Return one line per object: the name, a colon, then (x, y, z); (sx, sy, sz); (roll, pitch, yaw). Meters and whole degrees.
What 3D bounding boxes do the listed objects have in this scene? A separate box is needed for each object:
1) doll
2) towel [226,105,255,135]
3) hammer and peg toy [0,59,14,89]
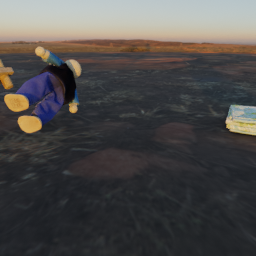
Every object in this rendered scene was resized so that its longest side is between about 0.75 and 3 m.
doll: (-1.992, -1.179, 7.501); (0.712, 2.004, 2.937); (-11, 28, 25)
towel: (3.679, -0.218, 7.550); (1.928, 0.464, 1.650); (9, 21, 19)
hammer and peg toy: (-4.986, -1.035, 8.435); (2.747, 0.969, 2.020); (-26, 0, 29)
